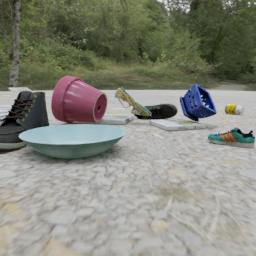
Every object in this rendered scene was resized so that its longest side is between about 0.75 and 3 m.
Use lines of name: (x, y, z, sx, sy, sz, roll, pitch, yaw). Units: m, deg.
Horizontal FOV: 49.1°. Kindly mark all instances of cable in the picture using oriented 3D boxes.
cable: (-4.859, -0.262, 10.074, 2.647, 0.916, 2.647, 1, 11, 8)

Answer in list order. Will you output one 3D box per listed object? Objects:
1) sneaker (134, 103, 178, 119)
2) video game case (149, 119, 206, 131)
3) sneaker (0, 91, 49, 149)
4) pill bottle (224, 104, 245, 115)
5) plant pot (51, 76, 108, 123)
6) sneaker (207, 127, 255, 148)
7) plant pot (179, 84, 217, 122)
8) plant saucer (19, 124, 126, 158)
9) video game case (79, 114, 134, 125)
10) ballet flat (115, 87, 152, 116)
sneaker: (1.326, -0.715, 13.531, 2.044, 0.764, 1.086, -2, 12, 40)
video game case: (1.967, -0.150, 11.479, 1.644, 0.207, 1.807, -3, 9, -19)
sneaker: (-3.388, -0.318, 8.421, 1.103, 1.566, 2.948, 2, 10, 10)
pill bottle: (5.865, -1.014, 15.396, 0.540, 0.540, 0.989, -7, 12, -35)
plant pot: (-1.912, -1.053, 11.726, 1.768, 1.975, 1.975, 15, 14, 18)
sneaker: (3.049, 0.223, 8.314, 1.361, 0.544, 0.486, 7, 12, 34)
plant pot: (2.797, -0.939, 11.423, 1.124, 1.124, 1.011, 20, -42, -41)
plant saucer: (-1.450, 0.360, 7.584, 2.792, 0.538, 2.792, 1, 10, 0)
video game case: (-0.924, -0.424, 12.960, 2.074, 0.237, 1.888, 2, 10, 15)
ballet flat: (0.180, -0.970, 11.998, 1.816, 0.642, 0.642, 40, 10, -3)
